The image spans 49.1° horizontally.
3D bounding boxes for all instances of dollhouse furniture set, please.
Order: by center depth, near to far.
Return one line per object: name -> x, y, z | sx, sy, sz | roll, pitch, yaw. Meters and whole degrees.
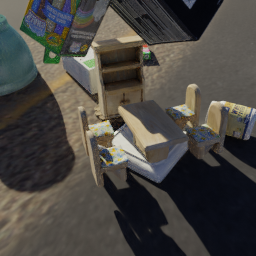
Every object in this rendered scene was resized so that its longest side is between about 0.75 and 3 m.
dollhouse furniture set -> 0.220, -0.653, 6.113 | 2.704, 1.915, 2.944 | -13, 34, -14

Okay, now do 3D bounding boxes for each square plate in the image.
square plate -> 0.436, 0.303, 6.614 | 1.802, 0.256, 1.785 | 24, 44, 28

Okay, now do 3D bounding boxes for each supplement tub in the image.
supplement tub -> 2.506, -0.213, 6.846 | 1.071, 0.773, 0.773 | 18, 41, 22

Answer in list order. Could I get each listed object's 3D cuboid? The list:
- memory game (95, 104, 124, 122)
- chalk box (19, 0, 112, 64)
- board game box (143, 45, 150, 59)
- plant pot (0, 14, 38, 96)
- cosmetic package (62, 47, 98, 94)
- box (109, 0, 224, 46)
memory game -> -0.388, -0.494, 7.782 | 1.108, 0.071, 1.108 | 0, 37, 0
chalk box -> -1.189, -1.912, 5.099 | 0.966, 1.561, 0.971 | 36, 23, 11
board game box -> 0.312, -3.004, 10.864 | 0.927, 0.244, 1.211 | -5, 38, -6
plant pot -> -4.486, -2.460, 8.827 | 2.836, 1.900, 2.836 | 0, 38, 0
cosmetic package -> -1.240, -2.044, 9.102 | 1.138, 0.897, 2.115 | -25, 46, -26
box -> 0.539, -2.467, 5.208 | 1.007, 1.635, 1.622 | -57, 31, -7
